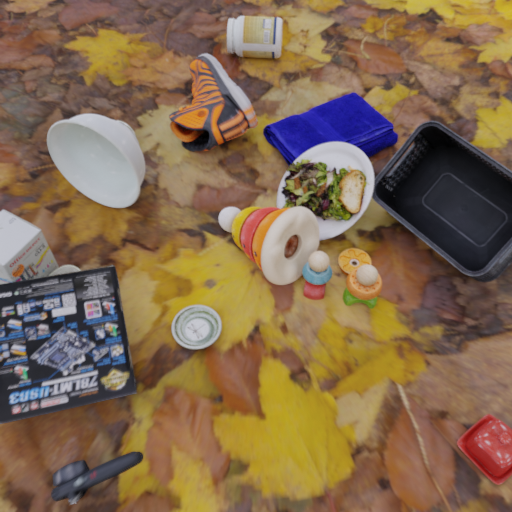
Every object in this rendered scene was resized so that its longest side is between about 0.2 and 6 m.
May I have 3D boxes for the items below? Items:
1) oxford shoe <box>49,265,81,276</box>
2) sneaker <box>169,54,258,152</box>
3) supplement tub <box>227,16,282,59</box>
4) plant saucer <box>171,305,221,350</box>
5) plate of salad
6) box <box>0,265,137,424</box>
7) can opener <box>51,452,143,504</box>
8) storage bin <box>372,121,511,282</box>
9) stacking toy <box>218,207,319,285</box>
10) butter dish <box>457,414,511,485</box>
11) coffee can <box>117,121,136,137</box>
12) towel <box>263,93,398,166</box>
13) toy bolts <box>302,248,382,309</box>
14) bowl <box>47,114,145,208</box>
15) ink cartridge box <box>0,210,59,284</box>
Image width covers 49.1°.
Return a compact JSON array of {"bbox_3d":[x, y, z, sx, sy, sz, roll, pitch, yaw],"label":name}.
[{"bbox_3d":[-3.819,1.150,9.533,0.986,0.758,2.623,23,57,15],"label":"oxford shoe"},{"bbox_3d":[-1.309,-3.463,12.653,1.689,1.169,3.015,-30,45,-4],"label":"sneaker"},{"bbox_3d":[-0.031,-5.570,14.262,1.360,0.982,0.982,4,54,2],"label":"supplement tub"},{"bbox_3d":[-1.032,1.276,9.782,0.867,0.218,0.867,0,55,0],"label":"plant saucer"},{"bbox_3d":[1.263,-1.319,10.941,2.109,0.507,2.109,-13,66,30],"label":"plate of salad"},{"bbox_3d":[-3.100,1.357,8.842,2.112,0.525,2.097,-10,85,-15],"label":"box"},{"bbox_3d":[-2.291,3.128,8.022,1.385,0.439,0.544,-22,78,4],"label":"can opener"},{"bbox_3d":[3.691,-0.970,10.270,2.666,1.250,1.802,46,106,28],"label":"storage bin"},{"bbox_3d":[0.049,-0.434,10.603,2.025,1.479,1.479,25,56,40],"label":"stacking toy"},{"bbox_3d":[3.638,2.824,8.413,0.836,0.620,0.838,-32,60,-20],"label":"butter dish"},{"bbox_3d":[-3.112,-2.447,12.224,0.623,0.623,0.852,22,57,15],"label":"coffee can"},{"bbox_3d":[1.652,-2.743,12.433,2.550,0.632,1.883,-25,59,-17],"label":"towel"},{"bbox_3d":[1.540,0.189,10.099,1.403,0.973,1.340,4,54,3],"label":"toy bolts"},{"bbox_3d":[-2.958,-2.017,11.009,2.081,2.081,0.935,20,54,14],"label":"bowl"},{"bbox_3d":[-4.313,0.034,10.015,0.932,1.289,0.937,25,58,17],"label":"ink cartridge box"}]
